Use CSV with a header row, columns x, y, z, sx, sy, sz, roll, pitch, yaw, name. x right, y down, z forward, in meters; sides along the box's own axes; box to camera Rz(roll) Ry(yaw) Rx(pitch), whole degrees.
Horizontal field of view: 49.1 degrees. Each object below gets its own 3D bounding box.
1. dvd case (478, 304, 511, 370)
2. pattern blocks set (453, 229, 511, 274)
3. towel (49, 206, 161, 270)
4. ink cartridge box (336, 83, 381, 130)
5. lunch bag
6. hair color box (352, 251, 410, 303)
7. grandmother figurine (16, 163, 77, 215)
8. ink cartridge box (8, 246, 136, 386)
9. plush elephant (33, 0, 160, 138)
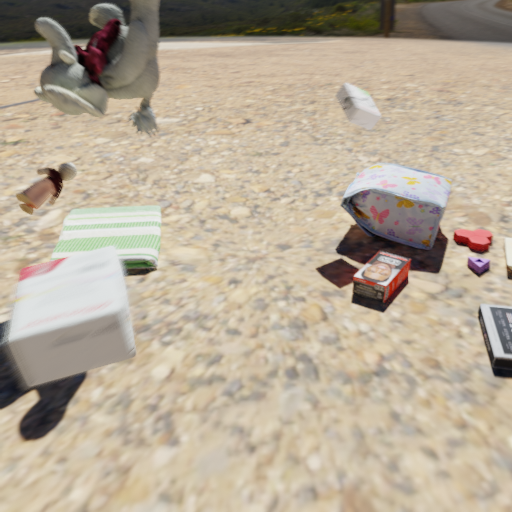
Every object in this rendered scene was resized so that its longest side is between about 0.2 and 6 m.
x,y,z,sx,sy,sz,roll,pitch,yaw,name
4.243,1.217,7.969,1.877,0.232,1.411,6,27,10,dvd case
5.376,0.068,10.211,3.030,0.246,2.664,2,27,4,pattern blocks set
-2.887,-0.384,11.070,2.013,0.309,2.640,-4,26,-8,towel
1.980,-2.903,10.879,0.601,0.347,0.825,11,45,-32,ink cartridge box
2.831,-1.089,11.445,1.951,1.240,1.654,19,33,14,lunch bag
2.150,0.337,9.559,0.587,0.354,1.156,17,32,28,hair color box
-3.379,-1.141,9.171,0.351,0.703,1.159,26,50,11,grandmother figurine
-1.688,0.506,5.203,0.944,0.536,1.295,-14,30,-10,ink cartridge box
-2.613,-2.993,8.808,1.886,2.436,2.006,-17,20,-34,plush elephant
